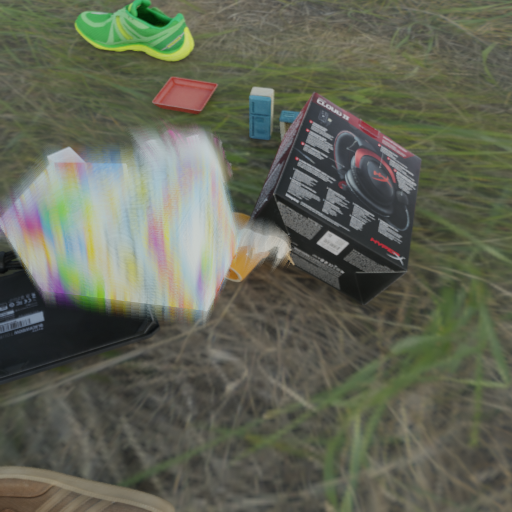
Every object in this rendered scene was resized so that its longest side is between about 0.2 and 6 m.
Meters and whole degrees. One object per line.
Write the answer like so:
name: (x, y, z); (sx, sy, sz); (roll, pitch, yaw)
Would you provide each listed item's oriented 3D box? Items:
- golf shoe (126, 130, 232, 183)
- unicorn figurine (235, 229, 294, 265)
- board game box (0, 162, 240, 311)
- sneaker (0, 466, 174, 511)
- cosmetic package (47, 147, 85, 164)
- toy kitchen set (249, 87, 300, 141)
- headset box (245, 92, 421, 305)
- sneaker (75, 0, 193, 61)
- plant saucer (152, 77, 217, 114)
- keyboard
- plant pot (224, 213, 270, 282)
golf shoe: (-1.204, -1.350, 8.558); (1.067, 0.841, 2.317); (-33, 26, -23)
unicorn figurine: (0.030, -0.176, 8.443); (1.067, 0.394, 0.733); (33, 34, 19)
board game box: (-1.768, -0.309, 7.553); (2.621, 1.375, 1.350); (4, 45, 21)
sneaker: (-2.263, 3.122, 6.526); (2.498, 0.880, 0.944); (6, 51, 7)
cosmetic package: (-3.729, -1.736, 11.346); (0.522, 0.366, 1.028); (-31, 55, -26)
toy kitchen set: (0.678, -2.579, 11.643); (1.829, 1.078, 1.465); (8, 48, 8)
headset box: (1.454, -1.160, 9.651); (2.409, 1.216, 3.241); (29, 48, -10)
sneaker: (-3.192, -6.108, 14.691); (3.307, 1.382, 1.225); (13, 50, 13)
plant saucer: (-1.675, -3.790, 13.347); (1.225, 0.225, 1.223); (13, 48, 10)
keyboard: (-3.891, 0.886, 8.854); (4.270, 0.548, 2.564); (-16, 56, -15)
plant pot: (-0.304, -0.090, 9.521); (0.979, 0.979, 0.896); (22, 67, 19)
